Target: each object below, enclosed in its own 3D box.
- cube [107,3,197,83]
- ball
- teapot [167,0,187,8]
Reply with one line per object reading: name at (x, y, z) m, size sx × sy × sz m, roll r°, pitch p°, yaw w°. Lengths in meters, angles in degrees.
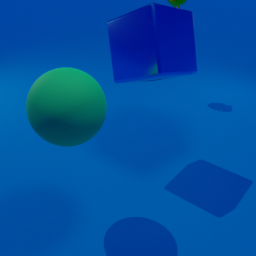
cube at (0.489, -1.595, 5.570) m, size 1.229 × 1.229 × 1.229 m, roll -13°, pitch 9°, yaw -43°
ball at (-0.945, -0.319, 4.377) m, size 1.223 × 1.223 × 1.223 m, roll 0°, pitch 31°, yaw 0°
teapot at (1.618, -4.264, 8.769) m, size 0.784 × 1.261 × 0.617 m, roll 25°, pitch 27°, yaw 33°
